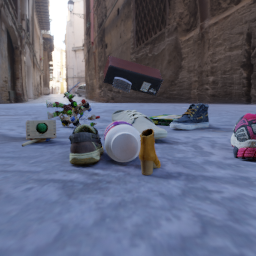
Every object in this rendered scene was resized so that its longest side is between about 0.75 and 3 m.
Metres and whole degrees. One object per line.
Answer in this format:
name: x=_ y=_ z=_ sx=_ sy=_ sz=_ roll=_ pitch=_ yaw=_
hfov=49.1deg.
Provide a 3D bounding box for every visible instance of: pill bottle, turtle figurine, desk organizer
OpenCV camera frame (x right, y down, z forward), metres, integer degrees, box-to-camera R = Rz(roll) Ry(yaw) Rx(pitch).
pill bottle: x=-0.112 y=0.248 z=5.451 sx=0.706 sy=0.706 sz=1.255 roll=-1 pitch=6 yaw=-6
turtle figurine: x=-3.473 y=-1.238 z=15.509 sx=2.011 sy=2.074 sz=1.493 roll=-6 pitch=-26 yaw=-18
desk organizer: x=0.223 y=-2.540 z=13.587 sx=2.731 sy=0.979 sz=1.052 roll=12 pitch=38 yaw=-16

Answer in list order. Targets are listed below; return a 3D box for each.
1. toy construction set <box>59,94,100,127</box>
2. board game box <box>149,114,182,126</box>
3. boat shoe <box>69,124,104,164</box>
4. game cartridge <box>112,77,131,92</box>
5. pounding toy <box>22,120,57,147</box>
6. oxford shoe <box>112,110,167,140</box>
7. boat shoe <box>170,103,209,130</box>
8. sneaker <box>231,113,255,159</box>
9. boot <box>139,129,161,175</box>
toy construction set: x=-2.025 y=-0.472 z=11.191 sx=1.127 sy=1.223 sz=1.467 roll=-10 pitch=-22 yaw=39
board game box: x=1.874 y=-0.392 z=12.965 sx=1.507 sy=0.337 sz=2.876 roll=1 pitch=6 yaw=26
boat shoe: x=-0.844 y=0.246 z=5.714 sx=0.704 sy=0.648 sz=1.971 roll=-1 pitch=6 yaw=-5
game cartridge: x=-0.262 y=-1.943 z=12.461 sx=0.806 sy=0.537 sz=0.163 roll=21 pitch=44 yaw=1
pounding toy: x=-2.342 y=0.145 z=7.331 sx=0.858 sy=0.663 sz=0.932 roll=-2 pitch=-4 yaw=-22
oxford shoe: x=0.187 y=-0.122 z=8.385 sx=1.058 sy=0.813 sz=2.815 roll=0 pitch=8 yaw=-25
boat shoe: x=2.351 y=-0.461 z=10.677 sx=2.073 sy=0.941 sz=0.733 roll=-6 pitch=9 yaw=-42
sneaker: x=2.810 y=0.077 z=6.184 sx=0.958 sy=0.887 sz=2.376 roll=2 pitch=6 yaw=18
boot: x=0.377 y=0.346 z=4.684 sx=0.337 sy=0.685 sz=0.957 roll=2 pitch=6 yaw=12
